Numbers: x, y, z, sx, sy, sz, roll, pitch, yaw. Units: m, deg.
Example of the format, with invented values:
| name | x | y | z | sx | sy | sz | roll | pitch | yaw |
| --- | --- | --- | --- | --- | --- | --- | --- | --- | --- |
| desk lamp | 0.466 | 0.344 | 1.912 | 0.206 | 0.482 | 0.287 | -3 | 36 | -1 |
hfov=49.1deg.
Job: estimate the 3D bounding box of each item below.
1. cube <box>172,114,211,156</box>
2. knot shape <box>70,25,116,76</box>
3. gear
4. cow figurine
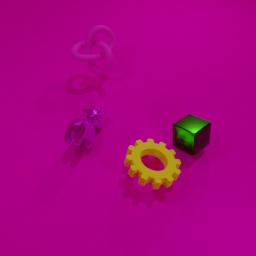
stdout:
| name | x | y | z | sx | sy | sz | roll | pitch | yaw |
| --- | --- | --- | --- | --- | --- | --- | --- | --- | --- |
| cube | 1.639 | 0.163 | 7.247 | 0.704 | 0.704 | 0.704 | -30 | 40 | -32 |
| knot shape | -0.930 | -2.259 | 8.529 | 1.464 | 0.676 | 1.370 | -28 | 86 | 3 |
| gear | 0.597 | 0.834 | 6.751 | 1.330 | 0.246 | 1.330 | 10 | 42 | -9 |
| cow figurine | -1.124 | -0.090 | 7.433 | 0.682 | 1.242 | 1.222 | 10 | 83 | 21 |
